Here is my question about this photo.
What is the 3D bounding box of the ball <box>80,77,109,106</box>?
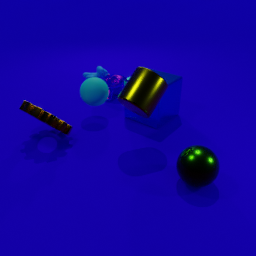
[{"bbox_3d":[-0.979,-1.056,8.187,0.835,0.835,0.835,0,31,0],"label":"ball"}]

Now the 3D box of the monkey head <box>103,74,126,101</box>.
[{"bbox_3d":[-0.442,-1.362,9.766,1.418,1.020,0.855,14,-4,35],"label":"monkey head"}]

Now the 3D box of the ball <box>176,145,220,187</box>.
[{"bbox_3d":[1.446,0.788,5.814,0.876,0.876,0.876,0,31,0],"label":"ball"}]

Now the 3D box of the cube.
[{"bbox_3d":[0.737,-0.906,8.303,1.241,1.241,1.241,22,37,32],"label":"cube"}]

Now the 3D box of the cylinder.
[{"bbox_3d":[0.345,-0.827,6.589,0.891,0.891,0.891,27,81,37],"label":"cylinder"}]

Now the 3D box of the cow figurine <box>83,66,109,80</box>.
[{"bbox_3d":[-1.164,-1.761,10.116,0.925,0.941,0.516,-4,33,-33],"label":"cow figurine"}]

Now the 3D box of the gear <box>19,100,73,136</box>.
[{"bbox_3d":[-2.099,-0.245,7.236,1.384,1.384,0.256,23,80,33],"label":"gear"}]
